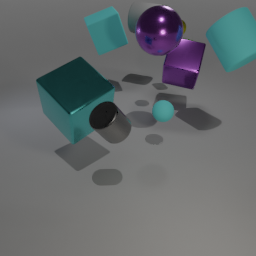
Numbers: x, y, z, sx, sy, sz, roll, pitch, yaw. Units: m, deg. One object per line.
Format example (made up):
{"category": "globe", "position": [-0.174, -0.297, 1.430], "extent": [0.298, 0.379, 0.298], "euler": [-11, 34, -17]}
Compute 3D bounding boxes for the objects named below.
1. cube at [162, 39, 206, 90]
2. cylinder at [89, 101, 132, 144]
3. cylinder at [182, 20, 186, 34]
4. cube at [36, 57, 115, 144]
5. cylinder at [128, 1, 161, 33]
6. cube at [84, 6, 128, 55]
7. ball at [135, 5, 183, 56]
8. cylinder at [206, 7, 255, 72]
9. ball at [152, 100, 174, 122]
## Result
{"category": "cube", "position": [2.257, -2.630, 11.513], "extent": [1.400, 1.400, 1.400], "euler": [14, 71, 9]}
{"category": "cylinder", "position": [-0.379, -0.112, 6.110], "extent": [0.700, 0.700, 0.700], "euler": [-15, 55, 22]}
{"category": "cylinder", "position": [2.065, -4.365, 12.155], "extent": [0.700, 0.700, 0.700], "euler": [-8, 27, -14]}
{"category": "cube", "position": [-1.348, -0.720, 7.390], "extent": [1.400, 1.400, 1.400], "euler": [-36, 68, -27]}
{"category": "cylinder", "position": [0.896, -5.054, 13.025], "extent": [1.400, 1.400, 1.400], "euler": [17, 33, 20]}
{"category": "cube", "position": [-0.976, -4.280, 12.301], "extent": [1.400, 1.400, 1.400], "euler": [-22, 36, 0]}
{"category": "ball", "position": [0.909, -2.830, 8.198], "extent": [1.400, 1.400, 1.400], "euler": [0, 29, 0]}
{"category": "cylinder", "position": [3.332, -2.663, 8.576], "extent": [1.400, 1.400, 1.400], "euler": [-26, -6, -3]}
{"category": "ball", "position": [1.123, -0.539, 8.983], "extent": [0.700, 0.700, 0.700], "euler": [0, 29, 0]}
